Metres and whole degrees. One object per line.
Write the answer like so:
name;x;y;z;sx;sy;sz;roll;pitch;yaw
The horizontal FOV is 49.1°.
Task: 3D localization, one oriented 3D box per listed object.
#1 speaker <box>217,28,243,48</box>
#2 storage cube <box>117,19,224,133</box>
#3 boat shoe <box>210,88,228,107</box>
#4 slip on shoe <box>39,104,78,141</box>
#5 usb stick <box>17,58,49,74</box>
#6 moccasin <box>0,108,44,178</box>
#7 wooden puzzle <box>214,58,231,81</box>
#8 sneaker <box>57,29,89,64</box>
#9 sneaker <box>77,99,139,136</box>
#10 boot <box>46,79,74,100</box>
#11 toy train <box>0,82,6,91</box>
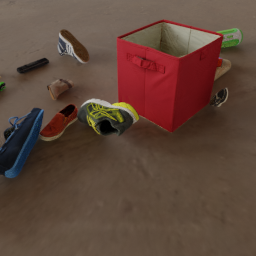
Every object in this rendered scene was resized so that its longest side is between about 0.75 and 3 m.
speaker;4.505;-4.243;13.415;1.949;0.862;0.862;-16;40;-19
storage cube;1.269;-1.749;8.884;2.307;2.426;2.699;28;45;32
boat shoe;2.903;-0.975;8.970;0.310;1.027;0.379;1;75;-2
slip on shoe;-2.077;-0.199;8.447;0.610;0.504;1.648;20;44;22
usb stick;-3.988;-2.635;11.825;0.397;0.233;1.432;33;48;27
moccasin;-2.948;0.185;7.508;0.826;0.974;2.421;14;37;-4
wooden puzzle;2.570;-2.612;11.458;2.536;0.634;2.738;26;45;29
sneaker;-2.491;-3.408;12.592;0.661;1.023;1.887;-32;78;-38
sneaker;-0.784;-0.275;7.961;2.195;0.817;0.929;1;39;40
boot;-2.395;-1.444;10.102;0.911;0.438;1.246;-17;39;-19
toy train;-4.902;-1.298;10.083;0.365;0.270;1.293;1;36;19
